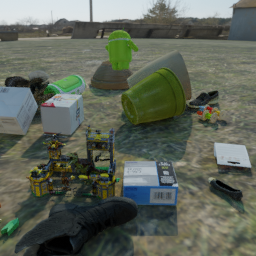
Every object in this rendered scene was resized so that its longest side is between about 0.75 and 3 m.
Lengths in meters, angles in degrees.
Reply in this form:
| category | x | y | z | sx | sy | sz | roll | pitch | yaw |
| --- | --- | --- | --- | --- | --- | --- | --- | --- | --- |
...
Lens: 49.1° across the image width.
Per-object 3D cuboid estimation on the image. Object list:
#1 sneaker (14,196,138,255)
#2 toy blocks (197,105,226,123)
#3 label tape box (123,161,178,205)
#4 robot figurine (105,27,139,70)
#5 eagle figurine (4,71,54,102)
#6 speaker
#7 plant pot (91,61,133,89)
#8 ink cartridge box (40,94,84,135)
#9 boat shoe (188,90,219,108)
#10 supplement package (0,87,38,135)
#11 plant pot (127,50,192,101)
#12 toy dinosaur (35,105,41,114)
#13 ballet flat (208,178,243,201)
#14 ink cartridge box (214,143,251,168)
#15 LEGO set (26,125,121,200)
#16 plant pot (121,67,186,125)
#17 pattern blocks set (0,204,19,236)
| category | x | y | z | sx | sy | sz | roll | pitch | yaw |
| --- | --- | --- | --- | --- | --- | --- | --- | --- | --- |
| sneaker | -0.909 | 2.011 | 5.495 | 2.269 | 0.681 | 1.183 | -5 | 22 | 1 |
| toy blocks | 3.414 | -0.665 | 12.127 | 1.028 | 0.448 | 1.233 | -16 | 27 | -34 |
| label tape box | 0.535 | 1.249 | 7.355 | 1.295 | 0.598 | 1.808 | 0 | 24 | 1 |
| robot figurine | -0.272 | -2.660 | 9.485 | 1.184 | 1.350 | 0.781 | 1 | 7 | 42 |
| eagle figurine | -4.536 | -1.729 | 13.157 | 1.916 | 1.926 | 2.539 | -37 | 36 | -14 |
| speaker | -3.213 | -1.912 | 14.176 | 1.219 | 1.219 | 2.757 | 8 | 24 | 18 |
| plant pot | -0.900 | -3.441 | 17.612 | 2.960 | 1.366 | 2.960 | 0 | 22 | 0 |
| ink cartridge box | -2.528 | -0.584 | 11.026 | 1.147 | 1.141 | 1.578 | 4 | 23 | 8 |
| boat shoe | 3.718 | -1.441 | 13.703 | 2.002 | 0.658 | 0.715 | -16 | 27 | -33 |
| supplement package | -4.708 | -0.682 | 10.646 | 1.930 | 1.070 | 1.503 | 4 | 52 | 7 |
| plant pot | 1.394 | -2.192 | 13.722 | 2.689 | 2.518 | 2.518 | -17 | 23 | 2 |
| toy dinosaur | -5.228 | -0.994 | 11.853 | 2.953 | 1.301 | 0.701 | -12 | -3 | -27 |
| ballet flat | 2.491 | 1.495 | 7.155 | 0.333 | 0.285 | 1.002 | -16 | 27 | -33 |
| ink cartridge box | 3.203 | 0.910 | 8.672 | 0.978 | 0.302 | 1.206 | 5 | 31 | 10 |
| LEGO set | -1.349 | 0.758 | 7.351 | 2.566 | 1.487 | 1.973 | 5 | 23 | 11 |
| plant pot | 0.895 | -1.133 | 11.511 | 2.050 | 2.129 | 2.129 | -24 | 30 | -18 |
| pattern blocks set | -3.527 | 2.081 | 5.883 | 2.293 | 0.186 | 2.015 | 3 | 23 | 6 |
